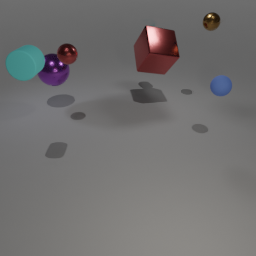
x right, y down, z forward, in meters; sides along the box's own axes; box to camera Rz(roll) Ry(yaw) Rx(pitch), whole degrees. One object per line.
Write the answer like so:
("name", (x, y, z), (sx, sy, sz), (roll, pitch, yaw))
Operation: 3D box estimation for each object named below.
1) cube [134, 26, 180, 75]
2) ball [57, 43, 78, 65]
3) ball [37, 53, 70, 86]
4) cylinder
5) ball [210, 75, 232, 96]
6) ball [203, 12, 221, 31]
("cube", (1.191, -3.307, 12.068), (1.400, 1.400, 1.400), (2, 68, -21))
("ball", (-2.059, -2.512, 9.520), (0.700, 0.700, 0.700), (0, 30, 0))
("ball", (-3.250, -2.528, 12.197), (1.400, 1.400, 1.400), (0, 30, 0))
("cylinder", (-2.405, -1.546, 6.607), (0.700, 0.700, 0.700), (1, 27, 1))
("ball", (3.121, -1.412, 9.395), (0.700, 0.700, 0.700), (0, 30, 0))
("ball", (3.370, -4.287, 11.296), (0.700, 0.700, 0.700), (0, 30, 0))
